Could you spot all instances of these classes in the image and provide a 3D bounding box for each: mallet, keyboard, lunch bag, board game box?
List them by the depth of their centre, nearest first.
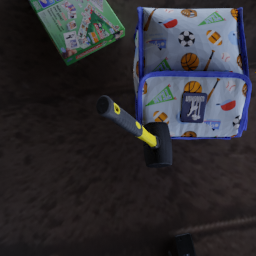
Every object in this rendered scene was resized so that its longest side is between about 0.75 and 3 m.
[{"bbox_3d":[0.198,-0.059,4.675,0.566,2.748,0.905,-10,65,19],"label":"mallet"},{"bbox_3d":[1.205,2.926,6.229,0.664,0.108,1.045,-8,75,-9],"label":"keyboard"},{"bbox_3d":[1.353,-1.171,6.442,2.455,1.788,2.888,1,80,0],"label":"lunch bag"},{"bbox_3d":[-1.534,-3.240,7.679,1.810,0.391,2.689,-29,77,-8],"label":"board game box"}]
